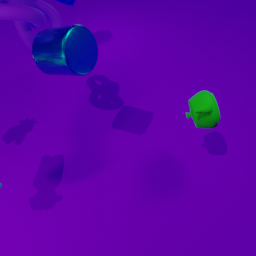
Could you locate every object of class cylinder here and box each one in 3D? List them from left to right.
[{"bbox_3d":[-1.258,-1.540,5.648,0.952,0.952,0.952,8,49,35],"label":"cylinder"}]

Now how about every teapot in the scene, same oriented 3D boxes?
[{"bbox_3d":[1.616,-0.369,6.158,0.676,1.381,0.859,-17,87,9],"label":"teapot"}]

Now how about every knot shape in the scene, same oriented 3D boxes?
[{"bbox_3d":[-2.222,-2.500,6.276,0.878,1.778,1.900,-38,45,17],"label":"knot shape"}]

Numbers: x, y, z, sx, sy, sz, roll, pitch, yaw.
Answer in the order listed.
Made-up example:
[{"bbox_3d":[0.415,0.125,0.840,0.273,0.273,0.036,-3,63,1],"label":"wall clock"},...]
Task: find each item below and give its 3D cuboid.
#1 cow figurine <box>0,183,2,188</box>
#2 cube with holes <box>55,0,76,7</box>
[{"bbox_3d":[-3.077,0.630,5.517,0.840,1.506,1.530,-14,48,23],"label":"cow figurine"},{"bbox_3d":[-2.141,-4.650,9.414,0.722,0.722,0.722,8,34,-34],"label":"cube with holes"}]
